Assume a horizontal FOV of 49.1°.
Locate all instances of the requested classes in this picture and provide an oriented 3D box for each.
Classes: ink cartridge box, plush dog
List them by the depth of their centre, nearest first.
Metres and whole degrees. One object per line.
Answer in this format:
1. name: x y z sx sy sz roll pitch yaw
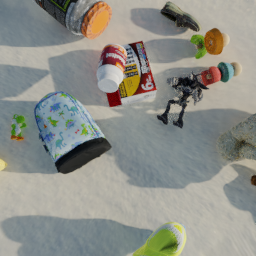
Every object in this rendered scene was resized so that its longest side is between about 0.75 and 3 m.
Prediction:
1. plush dog: 4.671 0.594 8.796 2.873 2.305 2.468 -30 79 -8
2. ink cartridge box: -0.066 -1.924 10.176 1.755 0.838 1.999 -14 77 -2

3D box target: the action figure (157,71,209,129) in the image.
1. action figure: 1.981 -1.178 9.836 1.385 1.189 2.330 24 78 17

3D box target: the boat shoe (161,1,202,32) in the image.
1. boat shoe: 2.043 -4.207 10.919 1.755 0.643 0.569 40 89 14

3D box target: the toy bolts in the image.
1. toy bolts: 3.397 -2.634 10.000 1.393 1.918 2.008 -17 94 -11

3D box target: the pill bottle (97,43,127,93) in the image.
1. pill bottle: -0.536 -1.935 9.095 0.866 0.866 1.533 6 57 2

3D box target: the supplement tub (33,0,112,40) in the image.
1. supplement tub: -2.112 -4.705 10.407 2.898 1.775 1.775 41 79 10

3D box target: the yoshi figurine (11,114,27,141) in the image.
1. yoshi figurine: -3.873 -0.059 9.907 0.536 0.538 0.957 -2 73 -17

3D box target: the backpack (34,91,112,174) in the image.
1. backpack: -2.035 -0.033 9.343 2.024 1.908 2.481 -28 65 6

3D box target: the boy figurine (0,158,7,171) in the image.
1. boy figurine: -5.165 1.289 9.474 2.025 0.652 1.259 5 73 4

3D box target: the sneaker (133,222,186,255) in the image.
1. sneaker: 0.776 3.966 8.459 2.988 1.570 1.132 -48 67 15
